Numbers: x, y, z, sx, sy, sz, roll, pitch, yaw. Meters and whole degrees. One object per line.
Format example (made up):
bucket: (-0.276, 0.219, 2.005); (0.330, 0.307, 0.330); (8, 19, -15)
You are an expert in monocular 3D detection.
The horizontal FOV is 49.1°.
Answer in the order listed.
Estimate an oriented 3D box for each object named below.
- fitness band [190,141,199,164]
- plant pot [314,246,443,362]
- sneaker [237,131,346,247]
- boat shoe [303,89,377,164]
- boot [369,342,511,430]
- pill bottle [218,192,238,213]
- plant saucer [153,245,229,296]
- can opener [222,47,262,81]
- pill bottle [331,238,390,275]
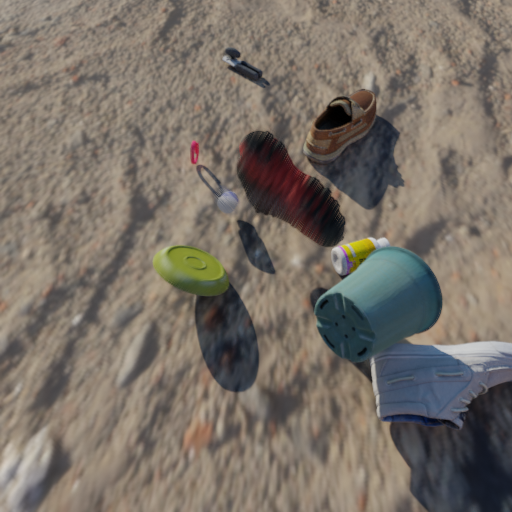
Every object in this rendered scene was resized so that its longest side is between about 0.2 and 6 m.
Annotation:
fitness band: (-1.488, -2.488, 13.486); (0.110, 0.586, 0.421); (10, 47, 8)
plant pot: (1.932, 0.878, 9.294); (1.609, 1.643, 1.643); (-26, 54, -37)
sneaker: (0.606, -1.155, 11.095); (2.743, 1.340, 0.969); (47, 57, 5)
boat shoe: (2.236, -3.463, 14.058); (1.098, 1.041, 2.901); (26, 55, 20)
boot: (3.425, 2.272, 9.494); (2.892, 1.064, 1.382); (-2, 56, 9)
pill bottle: (-0.599, -1.195, 12.255); (0.395, 0.395, 0.660); (4, 19, 4)
plant saucer: (-1.223, 0.216, 10.924); (1.568, 0.244, 1.568); (20, 26, -10)
can opener: (-0.412, -5.573, 16.165); (1.411, 0.472, 0.376); (37, 59, 26)
pill bottle: (2.172, -0.021, 11.523); (1.145, 0.597, 0.597); (-16, 52, -12)
